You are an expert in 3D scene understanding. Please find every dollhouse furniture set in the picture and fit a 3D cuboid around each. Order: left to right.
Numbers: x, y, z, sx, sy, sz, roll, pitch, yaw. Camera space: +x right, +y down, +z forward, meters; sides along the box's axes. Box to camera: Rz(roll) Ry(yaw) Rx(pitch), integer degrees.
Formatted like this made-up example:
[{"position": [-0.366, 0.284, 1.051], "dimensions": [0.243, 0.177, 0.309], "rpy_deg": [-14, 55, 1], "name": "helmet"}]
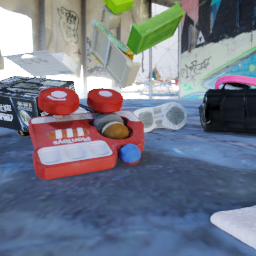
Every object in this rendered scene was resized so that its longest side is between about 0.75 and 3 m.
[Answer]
[{"position": [0.054, -2.565, 7.739], "dimensions": [1.365, 1.782, 2.720], "rpy_deg": [-35, -11, -22], "name": "dollhouse furniture set"}]

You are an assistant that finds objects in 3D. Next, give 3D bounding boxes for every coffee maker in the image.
[{"position": [4.026, -0.457, 9.480], "dimensions": [2.749, 1.851, 2.640], "rpy_deg": [2, 28, 25], "name": "coffee maker"}]

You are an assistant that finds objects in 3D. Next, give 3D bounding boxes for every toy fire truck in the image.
[{"position": [-0.786, 0.192, 6.004], "dimensions": [2.578, 1.445, 2.165], "rpy_deg": [-4, 33, -26], "name": "toy fire truck"}]

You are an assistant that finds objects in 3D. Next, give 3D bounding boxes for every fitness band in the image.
[{"position": [4.019, -1.502, 10.289], "dimensions": [1.619, 0.303, 1.163], "rpy_deg": [8, -19, 5], "name": "fitness band"}]

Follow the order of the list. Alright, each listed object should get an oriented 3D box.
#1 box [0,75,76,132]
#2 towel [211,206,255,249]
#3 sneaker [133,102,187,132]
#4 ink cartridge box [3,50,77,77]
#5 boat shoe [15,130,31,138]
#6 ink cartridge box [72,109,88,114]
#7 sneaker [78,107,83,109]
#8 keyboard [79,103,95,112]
[{"position": [-3.236, -0.853, 8.906], "dimensions": [2.504, 1.078, 2.050], "rpy_deg": [8, 27, 19], "name": "box"}, {"position": [1.602, 1.076, 2.996], "dimensions": [0.981, 0.166, 1.027], "rpy_deg": [-4, 8, -27], "name": "towel"}, {"position": [1.047, -0.460, 11.090], "dimensions": [2.796, 1.089, 1.389], "rpy_deg": [-3, 5, -30], "name": "sneaker"}, {"position": [-3.331, -2.580, 10.721], "dimensions": [2.115, 0.461, 1.836], "rpy_deg": [0, -17, 23], "name": "ink cartridge box"}, {"position": [-3.303, -0.096, 9.324], "dimensions": [2.128, 0.793, 0.780], "rpy_deg": [4, 10, 34], "name": "boat shoe"}, {"position": [-3.073, -0.573, 13.423], "dimensions": [2.309, 0.682, 2.884], "rpy_deg": [0, 5, -6], "name": "ink cartridge box"}, {"position": [-3.413, -1.075, 17.222], "dimensions": [1.001, 0.700, 1.733], "rpy_deg": [-3, 1, 3], "name": "sneaker"}, {"position": [-1.394, -0.603, 13.440], "dimensions": [1.276, 0.486, 2.451], "rpy_deg": [20, 2, 28], "name": "keyboard"}]
